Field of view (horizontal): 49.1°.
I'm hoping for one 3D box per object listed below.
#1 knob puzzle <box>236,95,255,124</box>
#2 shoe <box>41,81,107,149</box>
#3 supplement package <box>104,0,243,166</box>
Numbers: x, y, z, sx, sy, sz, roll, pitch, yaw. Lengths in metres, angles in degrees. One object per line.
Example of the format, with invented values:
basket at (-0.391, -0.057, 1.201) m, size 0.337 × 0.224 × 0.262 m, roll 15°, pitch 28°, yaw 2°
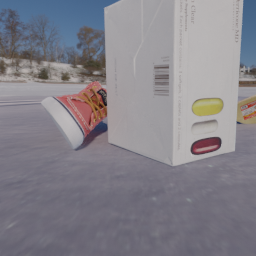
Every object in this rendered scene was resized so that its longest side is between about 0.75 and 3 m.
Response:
knob puzzle at (4.036, -0.623, 8.754) m, size 1.660 × 1.660 × 0.230 m, roll -1°, pitch 52°, yaw -10°
shoe at (-0.945, -0.442, 5.988) m, size 1.353 × 1.063 × 2.975 m, roll -33°, pitch 10°, yaw -10°
supplement package at (0.705, -0.926, 5.049) m, size 1.461 × 2.635 × 2.052 m, roll -8°, pitch 13°, yaw -32°
